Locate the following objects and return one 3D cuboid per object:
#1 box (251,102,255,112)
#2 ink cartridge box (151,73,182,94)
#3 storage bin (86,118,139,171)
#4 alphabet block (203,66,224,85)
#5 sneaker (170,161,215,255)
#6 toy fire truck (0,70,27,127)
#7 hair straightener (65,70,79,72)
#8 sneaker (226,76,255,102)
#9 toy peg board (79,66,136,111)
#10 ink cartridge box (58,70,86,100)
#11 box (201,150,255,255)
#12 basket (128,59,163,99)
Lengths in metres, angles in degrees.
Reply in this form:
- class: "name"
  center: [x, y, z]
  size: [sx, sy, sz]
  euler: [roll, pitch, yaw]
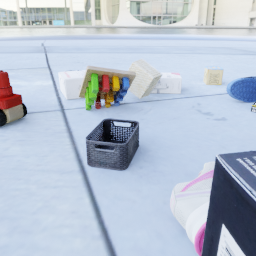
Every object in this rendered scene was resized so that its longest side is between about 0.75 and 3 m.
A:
- class: "box"
  center: [5.192, -0.785, 10.327]
  size: [0.951, 0.294, 1.191]
  euler: [18, 28, 33]
- class: "ink cartridge box"
  center: [1.504, -2.085, 12.848]
  size: [1.771, 0.733, 1.297]
  euler: [1, 23, 4]
- class: "storage bin"
  center: [-0.340, 0.360, 7.038]
  size: [1.023, 0.709, 1.513]
  euler: [6, 24, 14]
- class: "alphabet block"
  center: [4.294, -2.645, 14.108]
  size: [0.795, 0.809, 0.790]
  euler: [2, 22, 3]
- class: "sneaker"
  center: [1.944, 1.000, 4.871]
  size: [2.914, 1.185, 1.285]
  euler: [-12, 28, -27]
- class: "toy fire truck"
  center: [-4.655, -1.418, 8.868]
  size: [2.249, 2.555, 1.644]
  euler: [11, 24, 24]
- class: "hair straightener"
  center: [-3.037, -3.139, 16.085]
  size: [1.445, 0.296, 0.556]
  euler: [5, 22, 23]
- class: "sneaker"
  center: [5.218, -1.666, 11.689]
  size: [2.892, 1.014, 1.127]
  euler: [-2, 16, -17]
- class: "toy peg board"
  center: [-0.773, -1.267, 10.111]
  size: [1.738, 1.745, 0.854]
  euler: [4, 62, -19]
- class: "ink cartridge box"
  center: [-1.815, -1.981, 12.357]
  size: [2.212, 0.915, 1.620]
  euler: [-9, 24, -20]
- class: "box"
  center: [2.350, 1.374, 2.695]
  size: [2.916, 2.158, 1.521]
  euler: [-5, 24, -9]
- class: "basket"
  center: [0.524, -1.996, 11.334]
  size: [1.184, 1.173, 0.952]
  euler: [41, 31, 11]
